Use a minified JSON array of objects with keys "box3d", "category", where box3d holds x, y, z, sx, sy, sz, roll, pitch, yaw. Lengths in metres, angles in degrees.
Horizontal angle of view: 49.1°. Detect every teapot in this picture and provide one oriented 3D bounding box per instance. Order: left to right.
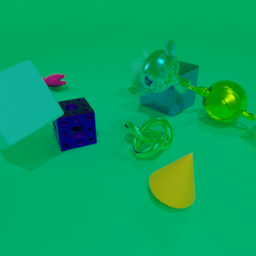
[{"box3d":[0.429,-1.941,9.281,1.035,1.664,0.815,-27,67,-32],"category":"teapot"},{"box3d":[2.500,-0.703,7.494,1.916,1.192,0.938,31,22,16],"category":"teapot"}]

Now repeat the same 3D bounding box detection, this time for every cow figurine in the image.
[{"box3d":[-2.748,-1.615,9.755,0.972,0.542,0.988,-16,15,-29],"category":"cow figurine"}]

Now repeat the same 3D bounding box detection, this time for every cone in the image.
[{"box3d":[0.933,0.760,4.894,0.892,0.895,0.892,13,35,-10],"category":"cone"}]

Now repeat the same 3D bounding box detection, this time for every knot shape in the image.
[{"box3d":[0.576,0.170,6.677,1.190,0.588,1.272,-11,40,-26],"category":"knot shape"}]

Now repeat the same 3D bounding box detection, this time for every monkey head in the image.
[{"box3d":[0.970,-1.412,7.376,1.237,1.719,1.036,22,17,-32],"category":"monkey head"}]

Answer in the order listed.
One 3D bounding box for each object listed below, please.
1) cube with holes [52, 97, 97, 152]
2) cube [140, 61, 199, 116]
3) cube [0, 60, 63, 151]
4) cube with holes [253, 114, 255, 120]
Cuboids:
[{"box3d":[-1.361,-0.118,6.956,0.900,0.900,0.900,-13,33,-20],"category":"cube with holes"},{"box3d":[1.254,-1.303,8.602,1.266,1.266,1.266,25,39,35],"category":"cube"},{"box3d":[-2.352,-0.418,5.738,1.260,1.260,1.260,-38,13,-33],"category":"cube"},{"box3d":[3.775,-0.137,6.323,1.062,1.062,1.062,-47,40,8],"category":"cube with holes"}]
